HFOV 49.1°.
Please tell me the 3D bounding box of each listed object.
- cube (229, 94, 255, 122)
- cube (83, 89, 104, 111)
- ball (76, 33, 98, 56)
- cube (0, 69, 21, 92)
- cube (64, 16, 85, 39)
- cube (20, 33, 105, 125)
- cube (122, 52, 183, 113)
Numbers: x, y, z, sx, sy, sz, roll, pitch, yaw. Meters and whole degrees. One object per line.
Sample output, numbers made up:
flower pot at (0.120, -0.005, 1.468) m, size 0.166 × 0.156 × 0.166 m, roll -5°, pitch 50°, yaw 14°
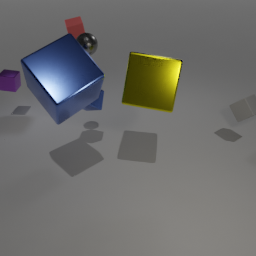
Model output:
cube at (4.280, -0.719, 10.159) m, size 0.700 × 0.700 × 0.700 m, roll -20°, pitch -7°, yaw -36°
cube at (-1.326, -1.021, 9.541) m, size 0.700 × 0.700 × 0.700 m, roll -1°, pitch -13°, yaw 32°
ball at (-1.292, -2.603, 8.723) m, size 0.700 × 0.700 × 0.700 m, roll 0°, pitch 29°, yaw 0°
cube at (-5.072, -2.033, 12.014) m, size 0.700 × 0.700 × 0.700 m, roll 7°, pitch 33°, yaw -3°
cube at (-2.226, -4.184, 11.853) m, size 0.700 × 0.700 × 0.700 m, roll -16°, pitch 47°, yaw -6°
cube at (-1.618, -1.186, 7.053) m, size 1.400 × 1.400 × 1.400 m, roll -37°, pitch 84°, yaw -21°
cube at (0.671, -1.311, 7.991) m, size 1.400 × 1.400 × 1.400 m, roll 10°, pitch 11°, yaw 3°
